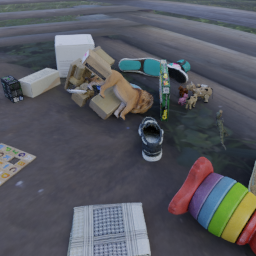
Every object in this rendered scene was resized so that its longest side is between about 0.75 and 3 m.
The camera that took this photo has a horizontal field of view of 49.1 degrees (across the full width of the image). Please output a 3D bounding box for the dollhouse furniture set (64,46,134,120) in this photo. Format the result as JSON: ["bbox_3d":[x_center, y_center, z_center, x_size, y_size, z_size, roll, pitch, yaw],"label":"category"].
[{"bbox_3d":[-1.441,-1.588,12.755,2.731,2.225,2.597,42,53,6],"label":"dollhouse furniture set"}]

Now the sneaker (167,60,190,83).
[{"bbox_3d":[2.883,-3.030,14.867,1.199,0.830,1.986,-23,37,-16],"label":"sneaker"}]

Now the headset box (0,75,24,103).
[{"bbox_3d":[-5.296,-1.786,12.757,0.507,0.952,1.093,-28,41,-34],"label":"headset box"}]

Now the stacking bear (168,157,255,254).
[{"bbox_3d":[2.519,2.030,6.492,2.580,1.567,1.467,32,5,30],"label":"stacking bear"}]

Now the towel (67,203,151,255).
[{"bbox_3d":[-0.471,2.539,6.619,1.863,0.334,1.935,-2,34,-3],"label":"towel"}]

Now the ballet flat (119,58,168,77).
[{"bbox_3d":[0.895,-3.401,15.442,2.782,0.966,0.966,10,34,16],"label":"ballet flat"}]

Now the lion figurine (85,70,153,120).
[{"bbox_3d":[-0.239,-1.482,11.231,1.732,2.829,1.025,-49,25,-13],"label":"lion figurine"}]

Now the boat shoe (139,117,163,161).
[{"bbox_3d":[0.854,0.158,9.937,0.913,0.729,2.415,-2,33,-4],"label":"boat shoe"}]

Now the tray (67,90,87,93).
[{"bbox_3d":[-1.725,-1.222,9.405,0.414,0.085,0.771,-6,13,-34],"label":"tray"}]

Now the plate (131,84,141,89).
[{"bbox_3d":[-0.312,-1.633,13.173,1.954,0.250,1.954,1,33,0],"label":"plate"}]

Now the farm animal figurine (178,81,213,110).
[{"bbox_3d":[3.006,-1.576,12.491,1.661,0.876,1.679,-3,33,-5],"label":"farm animal figurine"}]

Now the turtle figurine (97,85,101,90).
[{"bbox_3d":[-0.905,-2.523,13.409,1.003,1.394,1.351,18,27,32],"label":"turtle figurine"}]

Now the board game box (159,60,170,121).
[{"bbox_3d":[1.550,-1.717,12.098,0.349,1.560,2.977,3,32,3],"label":"board game box"}]

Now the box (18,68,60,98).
[{"bbox_3d":[-4.280,-2.233,13.638,0.895,0.733,1.886,19,37,27],"label":"box"}]

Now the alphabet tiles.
[{"bbox_3d":[-4.228,1.222,8.902,1.648,0.074,1.971,16,36,23],"label":"alphabet tiles"}]

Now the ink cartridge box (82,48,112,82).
[{"bbox_3d":[-1.049,-2.125,9.433,0.953,0.435,1.157,36,17,-22],"label":"ink cartridge box"}]

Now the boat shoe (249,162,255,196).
[{"bbox_3d":[3.998,1.286,7.885,0.994,1.056,2.773,10,34,15],"label":"boat shoe"}]

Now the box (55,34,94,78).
[{"bbox_3d":[-2.914,-4.020,15.444,2.067,1.770,2.056,-6,33,-10],"label":"box"}]

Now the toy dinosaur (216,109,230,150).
[{"bbox_3d":[2.510,0.050,7.459,0.253,1.065,0.469,-13,-5,33],"label":"toy dinosaur"}]
